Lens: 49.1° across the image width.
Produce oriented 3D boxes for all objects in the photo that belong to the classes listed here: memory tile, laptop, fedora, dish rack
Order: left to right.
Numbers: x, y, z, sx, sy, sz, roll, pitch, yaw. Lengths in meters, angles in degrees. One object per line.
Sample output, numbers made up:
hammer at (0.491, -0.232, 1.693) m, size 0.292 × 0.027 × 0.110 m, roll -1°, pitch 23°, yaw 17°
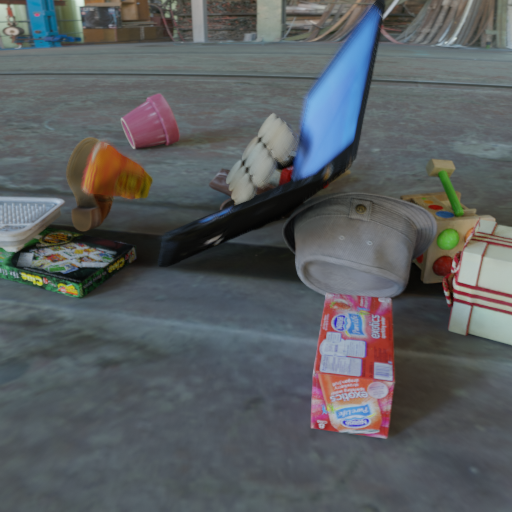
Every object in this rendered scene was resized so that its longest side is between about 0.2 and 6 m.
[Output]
dish rack at (-5.225, -0.656, 11.501) m, size 2.049 × 0.520 × 2.387 m, roll 1°, pitch 23°, yaw 3°
laptop at (0.015, -1.770, 9.422) m, size 4.360 × 2.252 × 3.864 m, roll -24°, pitch -2°, yaw -12°
memory tile at (0.058, -1.938, 11.313) m, size 0.205 × 1.873 × 2.444 m, roll 31°, pitch 16°, yaw -19°
fedora at (1.728, 0.022, 9.587) m, size 2.649 × 2.343 × 1.196 m, roll 13°, pitch 57°, yaw -5°

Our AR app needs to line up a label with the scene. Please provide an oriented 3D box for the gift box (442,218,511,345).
gift box at (3.986, 0.282, 9.001) m, size 1.676 × 1.794 × 1.656 m, roll 12°, pitch 24°, yaw 26°

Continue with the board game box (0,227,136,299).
board game box at (-4.279, -0.030, 11.118) m, size 3.371 × 0.396 × 1.766 m, roll 12°, pitch 31°, yaw 22°

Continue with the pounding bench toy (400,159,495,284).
pounding bench toy at (3.590, -0.682, 10.579) m, size 1.243 × 2.001 × 1.561 m, roll -5°, pitch 27°, yaw -9°

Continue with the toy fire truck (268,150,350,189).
toy fire truck at (1.549, -2.112, 14.475) m, size 1.980 × 1.274 × 1.743 m, roll 31°, pitch 38°, yaw 27°

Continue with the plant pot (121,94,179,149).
plant pot at (-3.509, -4.246, 18.257) m, size 1.479 × 1.653 × 1.653 m, roll -26°, pitch 34°, yaw -14°

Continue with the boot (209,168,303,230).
boot at (-0.534, -1.493, 13.456) m, size 2.420 × 0.834 × 2.597 m, roll -7°, pitch 28°, yaw -40°

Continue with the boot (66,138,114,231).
boot at (-3.296, -1.534, 11.642) m, size 0.741 × 1.932 × 1.500 m, roll 4°, pitch 17°, yaw 2°

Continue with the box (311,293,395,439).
box at (1.332, 1.402, 7.630) m, size 0.987 × 0.945 × 1.980 m, roll 5°, pitch 27°, yaw 9°

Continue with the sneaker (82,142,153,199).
sneaker at (-2.463, -1.493, 10.277) m, size 0.983 × 0.930 × 2.549 m, roll 20°, pitch 8°, yaw 1°
